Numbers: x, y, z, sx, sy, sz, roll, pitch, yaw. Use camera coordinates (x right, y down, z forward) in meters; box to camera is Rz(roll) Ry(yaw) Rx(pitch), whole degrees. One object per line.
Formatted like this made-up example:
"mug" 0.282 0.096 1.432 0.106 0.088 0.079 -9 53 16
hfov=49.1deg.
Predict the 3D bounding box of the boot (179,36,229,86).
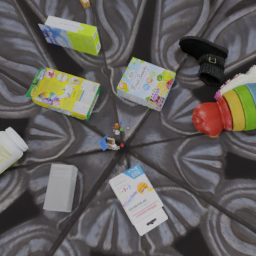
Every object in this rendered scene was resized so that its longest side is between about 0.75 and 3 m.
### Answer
"boot" 2.826 -2.616 10.874 2.103 0.791 1.572 19 70 7

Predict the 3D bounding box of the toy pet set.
"toy pet set" -0.604 0.322 9.549 0.509 0.895 0.959 15 55 -29

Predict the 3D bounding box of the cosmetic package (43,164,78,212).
"cosmetic package" -2.184 1.967 9.179 0.795 0.671 1.488 5 72 7

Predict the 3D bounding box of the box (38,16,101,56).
"box" -2.233 -3.614 10.972 2.174 1.326 0.518 16 75 6

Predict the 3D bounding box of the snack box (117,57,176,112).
"snack box" 0.688 -1.655 10.605 1.804 0.610 1.521 22 71 10

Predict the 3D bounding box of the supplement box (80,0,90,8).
"supplement box" -1.969 -5.709 12.348 0.299 0.289 0.870 -21 71 -10

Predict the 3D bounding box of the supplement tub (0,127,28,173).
"supplement tub" -4.265 0.816 9.345 1.541 1.117 1.117 -40 74 -12

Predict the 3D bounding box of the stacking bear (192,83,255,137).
"stacking bear" 3.730 -0.555 9.655 2.990 1.816 1.701 -16 102 7

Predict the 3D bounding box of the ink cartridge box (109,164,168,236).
"ink cartridge box" 0.359 2.312 9.039 1.128 0.665 1.959 -29 72 -11

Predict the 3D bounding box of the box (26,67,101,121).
"box" -2.420 -1.304 10.492 2.462 0.595 1.445 19 71 5

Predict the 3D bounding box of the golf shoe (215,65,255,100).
"golf shoe" 4.390 -1.505 10.419 2.420 0.912 1.108 -29 75 -9
